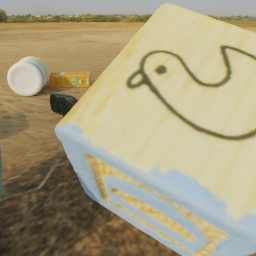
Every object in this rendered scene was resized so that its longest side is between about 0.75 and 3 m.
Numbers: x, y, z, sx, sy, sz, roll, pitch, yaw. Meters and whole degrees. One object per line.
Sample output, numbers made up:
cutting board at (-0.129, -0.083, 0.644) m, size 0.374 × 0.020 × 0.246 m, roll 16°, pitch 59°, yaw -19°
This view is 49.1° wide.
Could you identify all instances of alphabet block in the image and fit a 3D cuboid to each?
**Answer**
alphabet block at (0.812, 0.179, 3.910) m, size 2.306 × 2.318 × 2.361 m, roll 27°, pitch 63°, yaw 15°

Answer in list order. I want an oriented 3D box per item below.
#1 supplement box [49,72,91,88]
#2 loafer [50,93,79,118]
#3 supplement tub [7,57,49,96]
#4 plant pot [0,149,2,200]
supplement box at (-2.686, -2.266, 13.151) m, size 1.862 × 0.619 × 0.640 m, roll -2°, pitch 24°, yaw -4°
loafer at (-1.873, -0.740, 9.459) m, size 0.842 × 0.848 × 2.330 m, roll -10°, pitch 27°, yaw -32°
supplement tub at (-4.277, -2.317, 12.237) m, size 1.436 × 1.436 × 1.981 m, roll -2°, pitch 24°, yaw -5°
plant pot at (-2.911, 0.883, 3.248) m, size 2.979 × 2.799 × 2.979 m, roll 0°, pitch 24°, yaw 0°
